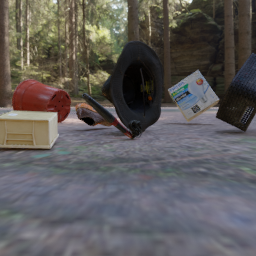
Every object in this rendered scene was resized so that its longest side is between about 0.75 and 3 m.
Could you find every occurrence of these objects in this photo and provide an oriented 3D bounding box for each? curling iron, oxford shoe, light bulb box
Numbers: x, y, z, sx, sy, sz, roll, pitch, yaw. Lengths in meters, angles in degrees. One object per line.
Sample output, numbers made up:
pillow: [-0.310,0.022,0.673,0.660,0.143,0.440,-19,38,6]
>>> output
curling iron: [-0.284,-0.226,5.413,1.583,0.392,0.202,32,-18,-37]
oxford shoe: [-0.936,-0.220,7.947,0.481,0.492,1.349,-31,-37,34]
light bulb box: [2.319,-1.117,10.011,1.292,1.304,0.814,-34,-12,7]

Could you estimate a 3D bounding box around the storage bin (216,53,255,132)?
storage bin: [3.166,-0.957,7.333,0.865,1.248,1.846,29,53,20]

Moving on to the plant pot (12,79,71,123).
plant pot: [-3.191,-0.938,10.710,1.641,1.687,1.687,12,11,29]

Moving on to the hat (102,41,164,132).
hat: [0.001,-1.028,7.115,0.993,2.462,2.462,4,6,33]

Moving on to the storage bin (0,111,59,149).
storage bin: [-1.776,0.001,4.856,1.006,0.475,1.013,2,10,-7]
